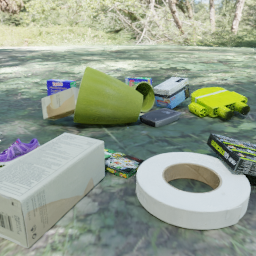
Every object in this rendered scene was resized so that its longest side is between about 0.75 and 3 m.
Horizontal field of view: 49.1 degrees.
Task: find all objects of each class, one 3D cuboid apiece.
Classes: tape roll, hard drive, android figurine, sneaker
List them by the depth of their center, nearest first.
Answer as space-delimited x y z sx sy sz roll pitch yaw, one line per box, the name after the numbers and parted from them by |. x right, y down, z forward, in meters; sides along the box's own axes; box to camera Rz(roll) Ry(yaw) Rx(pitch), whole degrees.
1.546 1.393 6.874 2.731 0.499 2.731 1 22 -1 | tape roll
-3.431 0.690 8.413 1.584 0.661 0.639 -18 14 -41 | sneaker
1.377 -0.450 11.868 1.624 0.344 1.095 -20 28 -39 | hard drive
4.120 -1.213 13.054 2.652 0.598 2.914 -17 29 -18 | android figurine

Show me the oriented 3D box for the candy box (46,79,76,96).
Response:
-3.050 -1.481 12.963 1.247 1.475 0.568 7 20 17 | candy box

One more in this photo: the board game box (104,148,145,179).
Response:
-0.493 0.984 8.390 1.840 0.216 0.964 14 28 33 | board game box

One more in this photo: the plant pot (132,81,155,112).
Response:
0.344 -1.486 13.518 1.420 1.420 1.349 -17 14 -37 | plant pot

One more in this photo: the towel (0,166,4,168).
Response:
-3.759 1.430 7.354 0.687 0.144 1.596 1 21 11 | towel

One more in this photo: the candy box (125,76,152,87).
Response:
0.565 -2.152 15.160 1.367 1.156 0.527 6 23 15 | candy box

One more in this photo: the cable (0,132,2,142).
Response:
-5.635 0.591 9.341 2.680 0.674 1.301 -21 44 -18 | cable

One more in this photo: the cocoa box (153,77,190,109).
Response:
2.116 -1.699 13.439 1.491 0.978 0.994 -33 32 -33 | cocoa box

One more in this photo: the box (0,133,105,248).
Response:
-1.811 1.197 6.517 1.380 1.130 2.906 10 23 25 | box

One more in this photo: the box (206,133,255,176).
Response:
3.386 0.817 7.755 1.886 0.448 1.821 14 19 -13 | box

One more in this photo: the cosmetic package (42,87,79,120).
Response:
-2.582 -0.938 11.192 1.762 0.927 0.626 -15 -11 29 | cosmetic package

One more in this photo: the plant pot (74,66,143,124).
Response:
-0.726 -1.067 11.414 2.474 2.315 2.315 14 20 -6 | plant pot
